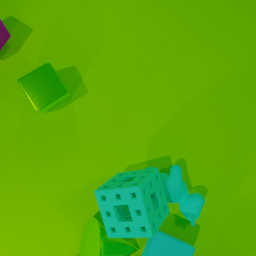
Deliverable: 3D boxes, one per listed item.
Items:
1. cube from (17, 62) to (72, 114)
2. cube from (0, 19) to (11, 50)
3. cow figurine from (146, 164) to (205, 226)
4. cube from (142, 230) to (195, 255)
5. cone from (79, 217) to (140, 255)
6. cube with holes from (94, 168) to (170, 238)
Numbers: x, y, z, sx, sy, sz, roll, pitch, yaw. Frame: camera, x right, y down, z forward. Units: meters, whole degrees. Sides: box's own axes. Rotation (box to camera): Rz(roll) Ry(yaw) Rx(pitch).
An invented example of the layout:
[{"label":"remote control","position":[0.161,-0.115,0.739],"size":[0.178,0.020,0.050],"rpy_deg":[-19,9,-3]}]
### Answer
[{"label":"cube","position":[-2.487,-1.176,8.503],"size":[1.082,1.082,1.082],"rpy_deg":[-32,94,-6]},{"label":"cube","position":[-4.457,-2.944,8.622],"size":[1.010,1.010,1.010],"rpy_deg":[30,78,1]},{"label":"cow figurine","position":[1.309,1.941,8.122],"size":[1.749,0.960,1.721],"rpy_deg":[-7,84,11]},{"label":"cube","position":[1.017,3.505,7.625],"size":[1.104,1.104,1.104],"rpy_deg":[23,75,6]},{"label":"cone","position":[-0.357,3.408,7.915],"size":[1.578,1.572,1.572],"rpy_deg":[13,78,-25]},{"label":"cube with holes","position":[0.147,1.895,7.192],"size":[1.260,1.260,1.260],"rpy_deg":[-13,97,29]}]
